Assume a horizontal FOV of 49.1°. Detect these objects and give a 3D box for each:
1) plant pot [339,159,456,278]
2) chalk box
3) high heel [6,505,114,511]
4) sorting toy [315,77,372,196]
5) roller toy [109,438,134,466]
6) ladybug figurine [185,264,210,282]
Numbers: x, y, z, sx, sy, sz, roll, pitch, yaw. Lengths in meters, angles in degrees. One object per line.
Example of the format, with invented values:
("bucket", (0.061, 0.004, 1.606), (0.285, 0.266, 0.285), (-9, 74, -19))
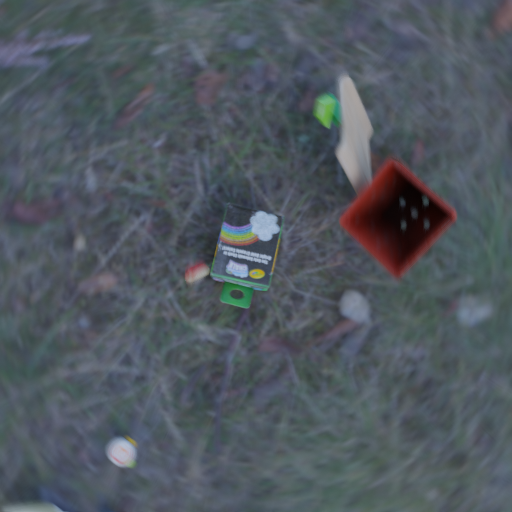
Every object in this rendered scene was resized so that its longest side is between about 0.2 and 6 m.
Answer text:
("plant pot", (2.313, -0.613, 8.684), (1.283, 1.130, 1.281), (47, 118, 17))
("chalk box", (-0.188, 0.054, 9.284), (0.982, 0.975, 1.573), (14, 85, 0))
("high heel", (-3.249, 4.707, 8.889), (1.835, 0.655, 1.308), (7, 77, -8))
("sorting toy", (1.399, -1.991, 8.776), (0.312, 2.121, 1.568), (-8, 58, 26))
("roller toy", (-2.221, 3.240, 9.259), (0.390, 0.299, 0.428), (4, 76, -7))
("ladybug figurine", (-0.962, 0.264, 9.031), (0.399, 0.588, 0.211), (-25, 90, 15))
